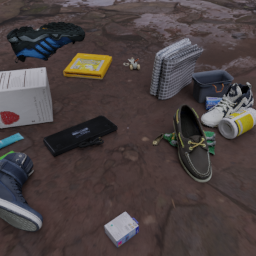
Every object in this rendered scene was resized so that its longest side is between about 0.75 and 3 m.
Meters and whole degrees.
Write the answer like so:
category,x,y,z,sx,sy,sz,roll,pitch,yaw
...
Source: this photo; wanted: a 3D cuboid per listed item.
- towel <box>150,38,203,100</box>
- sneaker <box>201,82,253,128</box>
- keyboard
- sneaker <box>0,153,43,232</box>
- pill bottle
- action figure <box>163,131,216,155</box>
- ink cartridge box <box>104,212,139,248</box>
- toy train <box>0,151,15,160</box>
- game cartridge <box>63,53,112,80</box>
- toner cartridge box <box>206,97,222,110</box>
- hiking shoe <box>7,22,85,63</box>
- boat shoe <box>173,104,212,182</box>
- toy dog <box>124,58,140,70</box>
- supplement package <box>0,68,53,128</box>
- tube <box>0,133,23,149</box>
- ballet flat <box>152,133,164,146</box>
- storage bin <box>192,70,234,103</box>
category,x,y,z,sx,sy,sz,roll,pitch,yaw
towel,2.274,-2.717,13.102,2.603,2.155,1.114,-32,52,-33
sneaker,3.986,-1.059,11.217,2.358,1.534,0.941,-20,46,-3
keyboard,-1.689,0.352,10.704,2.704,0.347,1.624,-24,38,-26
sneaker,-3.205,1.753,8.335,2.721,1.035,1.966,17,44,22
pill bottle,4.365,-0.214,10.976,1.502,0.859,0.859,-22,44,-25
action figure,2.281,0.418,10.502,1.905,0.521,1.125,4,42,10
ink cartridge box,-0.115,2.727,7.671,0.888,0.339,0.606,-27,46,-28
toy train,-4.571,1.405,9.314,0.572,0.423,2.030,21,42,39
game cartridge,-2.148,-3.469,15.460,2.133,0.392,2.419,6,40,8
toner cartridge box,4.116,-1.050,12.333,1.312,0.283,0.623,5,38,7
hiking shoe,-2.348,-2.535,8.335,2.252,0.976,0.838,-4,40,2
boat shoe,2.187,0.451,9.619,1.001,0.846,2.808,-11,57,-4
toy dog,0.289,-3.650,15.544,0.767,0.561,1.164,-19,42,-23
supplement package,-4.696,-1.211,11.487,2.900,1.758,1.737,-9,39,-11
tube,-4.525,0.496,10.586,0.417,0.271,1.076,37,46,27
ballet flat,1.166,0.422,10.716,0.253,0.174,0.752,26,45,29
storage bin,3.799,-1.808,12.755,1.699,1.141,1.236,-11,40,-12
